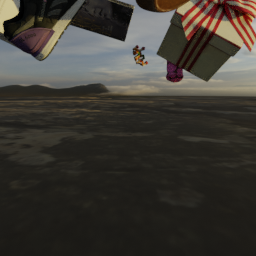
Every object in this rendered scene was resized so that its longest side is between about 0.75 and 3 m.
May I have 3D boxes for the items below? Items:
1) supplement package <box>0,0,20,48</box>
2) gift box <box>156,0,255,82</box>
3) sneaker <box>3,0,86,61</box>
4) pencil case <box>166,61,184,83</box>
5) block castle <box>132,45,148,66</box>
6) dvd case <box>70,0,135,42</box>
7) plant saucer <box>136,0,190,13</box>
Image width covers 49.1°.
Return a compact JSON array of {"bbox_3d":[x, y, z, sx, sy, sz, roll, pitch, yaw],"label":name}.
[{"bbox_3d":[-3.325,-3.030,7.968,1.029,1.069,1.880,18,-2,42],"label":"supplement package"},{"bbox_3d":[2.595,-3.163,9.090,2.514,2.724,2.544,24,-22,-2],"label":"gift box"},{"bbox_3d":[-1.575,-2.655,5.654,1.086,2.481,0.940,30,7,-38],"label":"sneaker"},{"bbox_3d":[1.694,-2.490,10.515,0.749,1.649,0.773,7,-25,-14],"label":"pencil case"},{"bbox_3d":[0.512,-2.897,11.187,0.362,0.773,0.516,-38,44,-21],"label":"block castle"},{"bbox_3d":[-0.879,-3.175,7.882,1.922,0.154,1.429,16,-21,-5],"label":"dvd case"},{"bbox_3d":[1.051,-2.868,5.171,2.037,0.351,2.037,-32,-10,-6],"label":"plant saucer"}]
